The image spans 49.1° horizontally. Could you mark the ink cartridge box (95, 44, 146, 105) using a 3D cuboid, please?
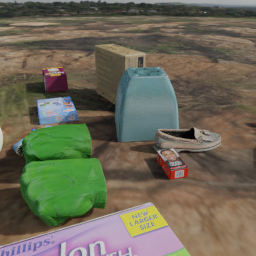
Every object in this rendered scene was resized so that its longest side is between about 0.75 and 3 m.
[{"bbox_3d":[-0.336,-1.875,9.968,0.856,1.879,2.280,-15,30,-27],"label":"ink cartridge box"}]

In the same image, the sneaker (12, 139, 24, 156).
[{"bbox_3d":[-2.531,0.326,7.211,0.452,0.394,1.005,13,29,32],"label":"sneaker"}]

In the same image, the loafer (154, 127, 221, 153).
[{"bbox_3d":[1.553,0.252,7.129,1.824,0.574,0.656,-6,27,-12],"label":"loafer"}]

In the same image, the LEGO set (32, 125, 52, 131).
[{"bbox_3d":[-1.888,0.395,6.999,1.241,0.304,0.927,13,49,-1],"label":"LEGO set"}]

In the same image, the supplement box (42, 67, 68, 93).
[{"bbox_3d":[-3.030,-2.013,11.580,0.888,0.700,1.357,-9,28,-18],"label":"supplement box"}]

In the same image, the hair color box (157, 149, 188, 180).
[{"bbox_3d":[0.996,0.803,6.374,0.429,0.259,0.844,-8,27,-14],"label":"hair color box"}]

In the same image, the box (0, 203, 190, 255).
[{"bbox_3d":[-0.358,1.844,2.424,1.658,1.885,0.911,-10,28,-20],"label":"box"}]

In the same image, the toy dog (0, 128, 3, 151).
[{"bbox_3d":[-4.021,0.127,6.415,2.710,1.891,2.628,21,11,34],"label":"toy dog"}]

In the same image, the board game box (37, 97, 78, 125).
[{"bbox_3d":[-2.351,-0.605,9.195,1.162,0.281,1.537,-8,27,-16],"label":"board game box"}]

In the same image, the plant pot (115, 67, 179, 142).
[{"bbox_3d":[0.487,-0.776,7.925,1.696,1.728,1.692,-3,27,-5],"label":"plant pot"}]

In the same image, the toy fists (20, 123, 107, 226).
[{"bbox_3d":[-1.397,0.781,5.636,1.412,0.953,2.770,-2,30,-18],"label":"toy fists"}]
